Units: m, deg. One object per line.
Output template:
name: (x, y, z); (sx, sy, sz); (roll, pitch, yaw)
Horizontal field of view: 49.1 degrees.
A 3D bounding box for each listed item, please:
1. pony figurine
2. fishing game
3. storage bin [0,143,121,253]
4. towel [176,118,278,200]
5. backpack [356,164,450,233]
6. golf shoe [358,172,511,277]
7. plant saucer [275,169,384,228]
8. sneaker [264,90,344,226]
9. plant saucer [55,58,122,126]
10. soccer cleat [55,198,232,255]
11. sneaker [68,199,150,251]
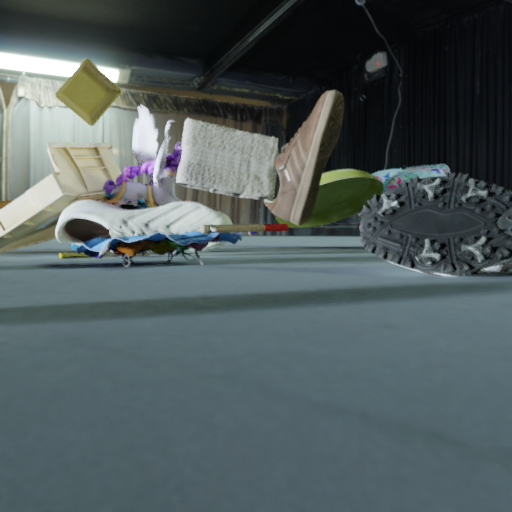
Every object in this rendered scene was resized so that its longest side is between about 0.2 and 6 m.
pony figurine: (-1.767, -1.609, 10.867); (2.220, 2.143, 1.849); (11, 17, -30)
fishing game: (-1.251, -0.065, 7.519); (3.120, 0.485, 2.234); (-7, -3, 37)
storage bin: (-4.199, -1.192, 11.353); (2.428, 1.138, 2.411); (-28, 2, 19)
towel: (-0.457, -1.632, 9.624); (1.754, 1.162, 0.302); (9, -8, -20)
backpack: (3.843, -1.256, 14.598); (2.461, 2.185, 1.853); (-4, -2, 10)
golf shoe: (2.600, -0.184, 5.963); (2.929, 1.139, 1.384); (0, -19, 24)
plant saucer: (1.400, -1.147, 11.021); (2.195, 0.341, 2.195); (-14, -18, -5)
sneaker: (0.647, -1.492, 8.299); (0.771, 2.042, 0.719); (24, 18, 21)
plant saucer: (-3.027, -2.942, 10.065); (0.882, 0.882, 0.214); (40, -1, -42)
soccer cleat: (-1.990, -0.401, 10.023); (3.113, 1.079, 1.207); (4, 29, 3)
sneaker: (-3.039, -0.678, 12.050); (1.092, 1.222, 2.982); (4, 5, 12)
